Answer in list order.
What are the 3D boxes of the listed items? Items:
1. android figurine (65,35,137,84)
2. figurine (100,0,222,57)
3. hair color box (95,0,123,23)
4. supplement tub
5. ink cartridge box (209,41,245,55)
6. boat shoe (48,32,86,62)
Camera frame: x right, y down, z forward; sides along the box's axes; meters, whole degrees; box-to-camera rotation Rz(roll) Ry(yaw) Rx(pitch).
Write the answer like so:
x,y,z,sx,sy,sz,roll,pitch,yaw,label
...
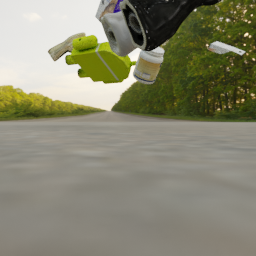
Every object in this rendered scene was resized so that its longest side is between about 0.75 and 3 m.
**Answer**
x,y,z,sx,sy,sz,roll,pitch,yaw,label
-1.039,-2.597,11.115,2.869,0.589,2.612,-2,-30,31,android figurine
0.884,-2.728,6.560,2.552,1.126,2.615,-30,18,-13,figurine
-0.513,-3.843,8.754,0.414,0.698,1.278,-22,-26,-40,hair color box
0.740,-2.311,10.119,0.893,1.237,0.893,14,34,-10,supplement tub
2.614,-2.039,7.389,0.825,0.207,0.669,30,33,18,ink cartridge box
-2.382,-3.283,11.340,1.705,0.554,0.615,-33,7,-9,boat shoe
